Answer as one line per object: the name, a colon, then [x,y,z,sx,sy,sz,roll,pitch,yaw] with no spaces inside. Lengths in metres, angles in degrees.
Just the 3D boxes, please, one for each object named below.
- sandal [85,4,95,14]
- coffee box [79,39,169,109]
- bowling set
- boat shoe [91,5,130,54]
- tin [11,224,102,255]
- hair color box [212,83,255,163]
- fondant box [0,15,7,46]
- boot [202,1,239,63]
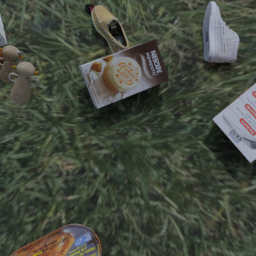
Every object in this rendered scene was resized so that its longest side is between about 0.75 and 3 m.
sandal: [-1.132,-4.127,9.939,0.379,0.228,1.010,-41,75,-13]
coffee box: [-0.133,-1.632,8.392,2.306,0.919,1.319,-23,104,-8]
bowling set: [-3.247,-1.658,6.526,2.333,1.253,1.624,13,47,-21]
boat shoe: [-0.510,-3.338,9.261,0.814,0.865,2.271,-28,75,-15]
tin: [-1.863,3.429,7.027,2.533,0.530,1.418,-24,67,-9]
hair color box: [3.952,-0.550,7.590,2.844,0.909,1.577,-42,72,16]
fondant box: [-5.561,-3.365,9.394,2.498,0.728,1.802,-18,71,-7]
boot: [3.123,-3.161,9.376,1.046,0.805,2.188,6,78,-5]
